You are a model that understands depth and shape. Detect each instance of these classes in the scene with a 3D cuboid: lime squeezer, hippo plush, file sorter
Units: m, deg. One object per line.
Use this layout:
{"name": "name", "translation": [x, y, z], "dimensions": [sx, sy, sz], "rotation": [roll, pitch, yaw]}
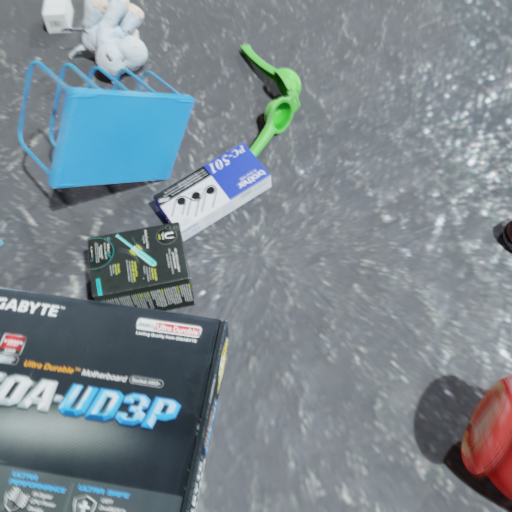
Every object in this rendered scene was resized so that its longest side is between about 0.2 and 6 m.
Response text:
{"name": "lime squeezer", "translation": [0.196, -3.042, 11.098], "dimensions": [1.358, 0.725, 3.845], "rotation": [4, 59, 2]}
{"name": "hippo plush", "translation": [-3.030, -4.495, 11.588], "dimensions": [1.769, 1.409, 1.422], "rotation": [-20, 59, -13]}
{"name": "file sorter", "translation": [-2.569, -2.296, 9.537], "dimensions": [2.351, 1.632, 1.442], "rotation": [-13, 47, -47]}

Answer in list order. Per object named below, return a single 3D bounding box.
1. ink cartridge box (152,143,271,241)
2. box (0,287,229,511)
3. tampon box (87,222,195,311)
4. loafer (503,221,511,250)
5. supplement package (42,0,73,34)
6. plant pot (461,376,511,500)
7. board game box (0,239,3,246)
{"name": "ink cartridge box", "translation": [-0.758, -1.145, 9.888], "dimensions": [1.913, 0.423, 0.899], "rotation": [-33, 68, -11]}
{"name": "box", "translation": [-2.587, 2.169, 7.655], "dimensions": [3.994, 0.919, 3.175], "rotation": [8, 58, 5]}
{"name": "tampon box", "translation": [-1.798, 0.266, 8.862], "dimensions": [1.459, 0.921, 1.093], "rotation": [-11, 58, -7]}
{"name": "loafer", "translation": [5.707, -0.628, 9.428], "dimensions": [2.921, 0.920, 1.050], "rotation": [-4, 58, -3]}
{"name": "supplement package", "translation": [-4.517, -5.548, 12.777], "dimensions": [0.506, 0.508, 0.866], "rotation": [-4, 58, -3]}
{"name": "plant pot", "translation": [3.519, 2.385, 7.109], "dimensions": [1.404, 1.542, 1.542], "rotation": [29, 62, 15]}
{"name": "board game box", "translation": [-5.672, -0.341, 9.506], "dimensions": [2.092, 0.491, 1.579], "rotation": [32, 63, 19]}
